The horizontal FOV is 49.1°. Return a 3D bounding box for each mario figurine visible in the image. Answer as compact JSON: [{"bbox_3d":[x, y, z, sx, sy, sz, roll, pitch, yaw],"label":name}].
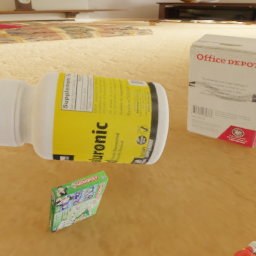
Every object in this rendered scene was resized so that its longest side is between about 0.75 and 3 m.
[{"bbox_3d":[1.558,1.682,3.414,0.412,0.777,0.480,-37,56,6],"label":"mario figurine"}]

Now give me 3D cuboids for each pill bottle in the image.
[{"bbox_3d":[-0.825,-0.178,5.079,2.819,1.569,1.569,4,25,-11],"label":"pill bottle"}]

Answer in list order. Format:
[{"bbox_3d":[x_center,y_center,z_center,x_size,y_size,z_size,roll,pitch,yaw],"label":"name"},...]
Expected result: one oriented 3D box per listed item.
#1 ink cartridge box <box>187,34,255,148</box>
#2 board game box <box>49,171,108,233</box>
[{"bbox_3d":[2.449,-0.931,6.811,1.751,2.411,1.005,17,41,30],"label":"ink cartridge box"},{"bbox_3d":[-0.769,1.123,4.188,0.772,1.147,0.167,-16,56,-31],"label":"board game box"}]
